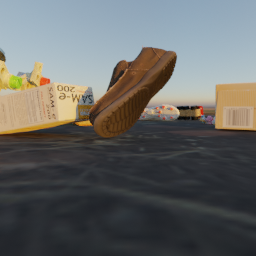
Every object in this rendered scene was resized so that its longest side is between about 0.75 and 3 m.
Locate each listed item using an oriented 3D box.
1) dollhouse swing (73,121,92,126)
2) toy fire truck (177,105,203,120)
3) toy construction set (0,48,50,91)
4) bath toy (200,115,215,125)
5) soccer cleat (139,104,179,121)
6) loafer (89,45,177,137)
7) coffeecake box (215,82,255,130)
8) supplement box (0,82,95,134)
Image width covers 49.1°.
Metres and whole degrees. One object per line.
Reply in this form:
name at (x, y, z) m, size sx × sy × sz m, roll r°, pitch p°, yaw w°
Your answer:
dollhouse swing at (-1.309, -0.169, 8.938) m, size 0.862 × 0.758 × 0.783 m, roll -1°, pitch -38°, yaw -12°
toy fire truck at (3.551, -0.806, 15.169) m, size 1.538 × 0.989 × 1.353 m, roll -17°, pitch 13°, yaw -43°
toy construction set at (-2.841, -0.959, 5.396) m, size 2.513 × 1.158 × 1.648 m, roll 1°, pitch -27°, yaw -5°
bath toy at (2.793, -0.286, 9.533) m, size 0.379 × 0.322 × 0.873 m, roll -1°, pitch 4°, yaw -17°
soccer cleat at (1.442, -0.694, 13.303) m, size 2.251 × 0.780 × 0.873 m, roll -1°, pitch -1°, yaw 33°
loafer at (0.015, -0.691, 4.815) m, size 0.784 × 0.806 × 2.208 m, roll 29°, pitch 52°, yaw 20°
coffeecake box at (3.499, -0.503, 6.843) m, size 2.166 × 1.031 × 2.822 m, roll 2°, pitch 4°, yaw 28°
supplement box at (-1.552, -0.308, 4.892) m, size 1.681 × 0.618 × 1.059 m, roll -9°, pitch 0°, yaw 25°
